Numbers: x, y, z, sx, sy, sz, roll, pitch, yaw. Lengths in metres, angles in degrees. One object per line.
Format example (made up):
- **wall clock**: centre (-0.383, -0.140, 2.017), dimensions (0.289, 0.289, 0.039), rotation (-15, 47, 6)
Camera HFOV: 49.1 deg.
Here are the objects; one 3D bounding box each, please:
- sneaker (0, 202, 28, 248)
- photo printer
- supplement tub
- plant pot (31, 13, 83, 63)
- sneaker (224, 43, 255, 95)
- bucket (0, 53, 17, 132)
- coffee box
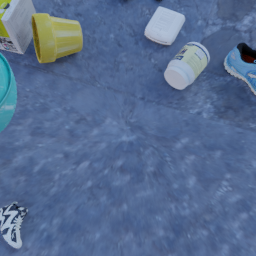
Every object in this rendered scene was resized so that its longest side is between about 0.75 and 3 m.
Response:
- **sneaker**: centre (-2.833, 2.404, 7.171), dimensions (0.743, 0.456, 1.142), rotation (-37, 60, -7)
- **photo printer**: centre (1.278, -3.578, 9.927), dimensions (1.117, 0.466, 1.342), rotation (24, 68, 9)
- **supplement tub**: centre (1.863, -1.968, 8.908), dimensions (0.967, 0.967, 1.333), rotation (35, 69, 15)
- **plant pot**: centre (-2.297, -2.956, 9.185), dimensions (1.426, 1.516, 1.516), rotation (-11, 65, -23)
- **sneaker**: centre (4.201, -1.733, 8.706), dimensions (2.526, 1.136, 0.990), rotation (38, 71, 16)
- **bucket**: centre (-3.616, -0.758, 5.701), dimensions (2.438, 1.586, 2.438), rotation (1, 94, 20)
- **coffee box**: centre (-4.140, -3.703, 9.389), dimensions (1.522, 1.540, 1.537), rotation (13, 66, 6)
